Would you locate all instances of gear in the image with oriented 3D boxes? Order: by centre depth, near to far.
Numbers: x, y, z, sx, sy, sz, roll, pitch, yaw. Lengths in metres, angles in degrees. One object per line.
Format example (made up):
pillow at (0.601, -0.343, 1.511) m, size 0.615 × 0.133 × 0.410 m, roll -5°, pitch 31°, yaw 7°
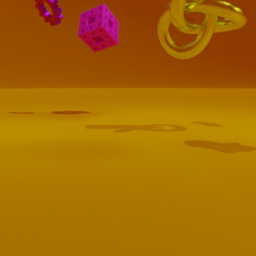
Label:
gear at (-2.795, -4.193, 9.811) m, size 1.190 × 1.190 × 0.220 m, roll 9°, pitch 46°, yaw 45°

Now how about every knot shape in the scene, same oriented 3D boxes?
knot shape at (1.482, -2.437, 6.397) m, size 2.020 × 0.933 × 1.890 m, roll 24°, pitch -42°, yaw -31°

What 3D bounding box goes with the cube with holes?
cube with holes at (-1.061, -3.642, 10.311) m, size 1.039 × 1.039 × 1.039 m, roll -11°, pitch -26°, yaw 26°
